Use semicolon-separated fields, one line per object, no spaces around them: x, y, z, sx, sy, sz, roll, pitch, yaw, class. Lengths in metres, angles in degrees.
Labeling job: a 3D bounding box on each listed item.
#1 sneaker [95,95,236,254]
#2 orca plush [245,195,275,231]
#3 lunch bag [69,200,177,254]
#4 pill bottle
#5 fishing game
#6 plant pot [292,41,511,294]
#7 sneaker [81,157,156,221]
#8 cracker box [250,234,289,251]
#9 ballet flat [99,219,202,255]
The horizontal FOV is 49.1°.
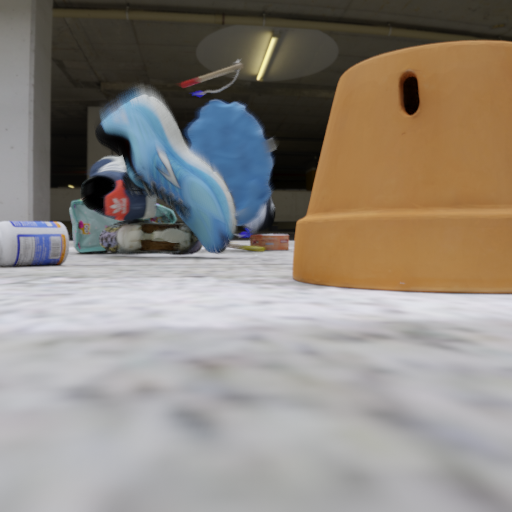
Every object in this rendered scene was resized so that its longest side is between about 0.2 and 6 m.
-1.547;-1.168;9.220;1.343;2.985;1.170;-35;-8;-34;sneaker
-0.308;-1.540;14.597;1.133;1.677;3.187;22;5;-44;orca plush
-2.920;-0.686;12.242;2.126;1.297;1.811;-7;4;-20;lunch bag
-2.830;-0.139;6.751;0.989;0.554;0.554;-2;3;-42;pill bottle
-0.583;-2.209;13.236;0.665;4.278;3.063;-18;12;-40;fishing game
1.521;-0.650;4.666;2.467;1.727;2.467;-1;2;0;plant pot
-2.788;-1.270;10.267;1.059;0.940;2.507;-10;21;-34;sneaker
0.334;-0.365;15.020;1.005;0.433;1.501;0;3;-1;cracker box
-1.858;-0.347;9.838;1.861;0.669;0.669;2;2;-3;ballet flat
